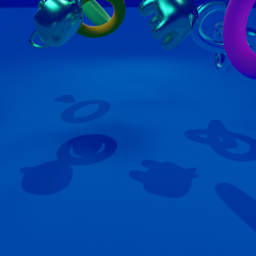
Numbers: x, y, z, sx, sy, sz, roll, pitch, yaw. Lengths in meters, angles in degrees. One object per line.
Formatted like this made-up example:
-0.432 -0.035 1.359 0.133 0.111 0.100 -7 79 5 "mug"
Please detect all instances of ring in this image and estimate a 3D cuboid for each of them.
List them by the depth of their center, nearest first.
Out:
2.389 -1.788 4.587 0.407 2.034 2.034 -2 24 -28 "ring"
-0.757 -2.754 6.743 1.437 1.437 0.287 -7 62 -14 "ring"
-1.103 -3.745 8.918 0.368 1.838 1.838 -41 18 18 "ring"

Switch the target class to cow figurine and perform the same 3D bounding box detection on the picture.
1.073 -2.621 5.641 1.683 0.939 1.711 -34 55 19 "cow figurine"

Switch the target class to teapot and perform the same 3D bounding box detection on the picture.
-1.425 -2.256 5.666 0.837 1.709 1.063 44 20 -10 "teapot"

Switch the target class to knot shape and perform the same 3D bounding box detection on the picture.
2.603 -2.251 7.083 0.923 1.997 1.869 -39 31 -16 "knot shape"
